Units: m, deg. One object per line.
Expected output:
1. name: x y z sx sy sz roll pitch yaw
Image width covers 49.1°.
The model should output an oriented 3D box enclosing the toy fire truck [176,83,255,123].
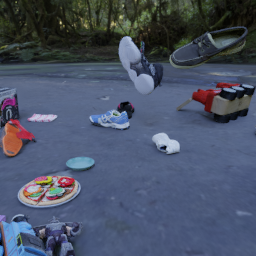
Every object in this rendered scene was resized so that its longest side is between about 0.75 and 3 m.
1. toy fire truck: 4.064 -1.365 13.581 2.639 1.929 2.998 -16 33 -40

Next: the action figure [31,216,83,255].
1. action figure: -1.179 1.853 4.673 0.911 0.486 1.400 -11 16 -15

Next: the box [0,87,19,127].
1. box: -5.964 -0.773 11.562 1.702 1.477 2.575 5 19 11

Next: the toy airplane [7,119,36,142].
1. toy airplane: -3.677 0.081 9.804 1.268 0.233 1.268 39 2 -2

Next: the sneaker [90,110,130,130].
1. sneaker: -0.771 -0.417 11.690 1.861 0.717 0.705 7 20 24

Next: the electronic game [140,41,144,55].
1. electronic game: 0.654 -3.720 13.679 0.210 1.010 1.010 4 17 -3

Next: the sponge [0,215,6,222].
1. sponge: -2.873 1.825 5.320 0.897 0.134 0.500 1 18 5

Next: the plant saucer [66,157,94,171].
1. plant saucer: -1.343 1.032 7.912 0.785 0.141 0.785 0 16 0

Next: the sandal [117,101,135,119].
1. sandal: -0.098 -0.991 13.882 0.883 0.530 2.351 0 17 -1

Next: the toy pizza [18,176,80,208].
1. toy pizza: -1.826 1.401 6.542 1.412 0.224 1.412 0 17 0

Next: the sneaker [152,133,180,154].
1. sneaker: 1.150 0.500 9.173 0.543 0.464 1.246 -15 21 -27

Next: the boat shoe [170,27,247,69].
1. boat shoe: 2.460 -2.554 8.600 2.441 0.872 0.802 -17 -24 -1

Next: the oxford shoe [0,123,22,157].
1. oxford shoe: -3.883 0.503 9.155 0.602 0.615 1.688 31 17 -31

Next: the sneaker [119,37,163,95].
1. sneaker: 0.545 -2.365 10.410 0.835 2.212 1.259 -22 6 45

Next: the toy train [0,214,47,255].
1. toy train: -1.675 1.812 4.218 0.715 0.543 1.252 -50 32 -5

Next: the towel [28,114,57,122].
1. towel: -3.892 -0.468 12.800 1.128 0.169 0.826 1 18 2
